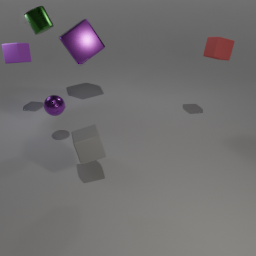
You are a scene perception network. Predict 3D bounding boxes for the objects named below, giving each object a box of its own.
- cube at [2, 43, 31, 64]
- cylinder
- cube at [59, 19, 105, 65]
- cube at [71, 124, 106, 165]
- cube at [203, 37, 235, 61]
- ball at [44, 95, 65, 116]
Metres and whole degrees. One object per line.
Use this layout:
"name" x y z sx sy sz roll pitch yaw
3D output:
"cube" -4.197 -2.832 10.605 0.700 0.700 0.700 0 15 17
"cylinder" -2.993 -3.625 9.455 0.700 0.700 0.700 -25 18 9
"cube" -2.069 -3.809 12.427 1.400 1.400 1.400 -36 24 -1
"cube" -1.058 0.435 7.523 0.700 0.700 0.700 -18 30 -7
"cube" 3.279 -2.876 10.148 0.700 0.700 0.700 6 14 -21
"ball" -2.465 -0.755 9.393 0.700 0.700 0.700 0 29 0
